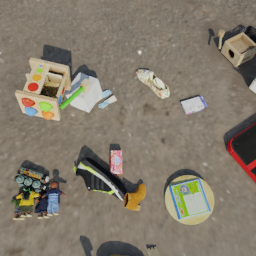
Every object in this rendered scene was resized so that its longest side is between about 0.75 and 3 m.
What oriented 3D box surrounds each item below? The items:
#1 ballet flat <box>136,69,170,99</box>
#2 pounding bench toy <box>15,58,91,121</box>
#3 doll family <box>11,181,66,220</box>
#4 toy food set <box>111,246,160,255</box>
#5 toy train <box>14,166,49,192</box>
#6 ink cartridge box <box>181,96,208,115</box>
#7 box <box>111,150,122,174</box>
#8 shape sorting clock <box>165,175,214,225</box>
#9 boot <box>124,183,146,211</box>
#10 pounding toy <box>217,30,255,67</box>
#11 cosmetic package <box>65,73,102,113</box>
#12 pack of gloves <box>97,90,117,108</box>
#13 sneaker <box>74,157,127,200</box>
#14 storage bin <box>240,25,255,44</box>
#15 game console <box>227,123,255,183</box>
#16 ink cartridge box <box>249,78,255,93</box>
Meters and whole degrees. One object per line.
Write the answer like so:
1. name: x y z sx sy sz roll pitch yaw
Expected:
1. ballet flat: 1.047 -1.944 11.426 0.689 0.582 1.822 -38 69 -21
2. pounding bench toy: -2.395 -1.103 9.323 2.065 1.283 1.610 12 63 -2
3. doll family: -2.957 2.359 9.203 1.876 0.736 1.084 0 59 -6
4. toy food set: -0.076 4.416 8.039 2.433 0.488 1.680 -3 40 -18
5. toy train: -3.301 1.750 9.626 1.146 0.488 0.653 14 55 7
6. ink cartridge box: 2.622 -0.908 11.118 0.916 0.192 0.547 -18 65 -5
7. box: -0.403 1.217 9.927 0.403 0.372 0.786 0 63 0
8. shape sorting clock: 2.044 2.382 9.359 1.614 0.317 1.614 -1 66 2
9. boot: 0.219 2.213 9.234 0.345 0.702 0.980 -7 59 42
10. pounding toy: 4.420 -3.482 12.108 1.446 0.753 1.646 -29 66 -14
11. cosmetic package: -1.701 -1.373 10.903 0.905 0.899 1.081 22 65 19
12. pack of gloves: -0.918 -1.145 11.295 0.786 0.155 0.660 -30 66 -3
13. sneaker: -0.956 1.871 9.556 2.077 0.745 0.860 38 98 16
14. storage bin: 5.555 -3.969 12.498 0.745 0.516 1.102 -38 70 -18
15. game console: 5.120 0.821 10.183 2.495 0.387 2.206 -31 72 -14
16. ink cartridge box: 6.287 -2.036 10.811 2.774 1.737 1.783 -37 69 -17
